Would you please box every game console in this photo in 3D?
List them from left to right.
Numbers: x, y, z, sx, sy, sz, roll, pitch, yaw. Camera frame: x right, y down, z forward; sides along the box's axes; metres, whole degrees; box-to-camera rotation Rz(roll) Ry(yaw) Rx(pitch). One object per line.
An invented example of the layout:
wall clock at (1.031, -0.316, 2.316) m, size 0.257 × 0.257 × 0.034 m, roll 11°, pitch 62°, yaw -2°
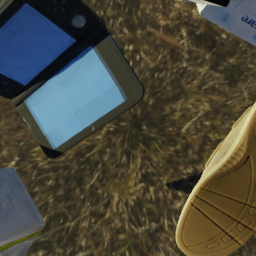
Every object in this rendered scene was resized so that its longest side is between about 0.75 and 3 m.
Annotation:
game console at (-1.468, -0.863, 5.022) m, size 2.649 × 2.261 × 1.567 m, roll -33°, pitch 57°, yaw 22°

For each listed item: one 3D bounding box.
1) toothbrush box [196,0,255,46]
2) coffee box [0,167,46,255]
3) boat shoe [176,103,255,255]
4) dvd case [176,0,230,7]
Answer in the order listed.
toothbrush box at (2.865, -3.094, 5.220) m, size 1.994 × 2.739 × 1.179 m, roll 16°, pitch 51°, yaw -26°
coffee box at (-2.825, 1.889, 5.458) m, size 1.486 × 1.488 × 1.472 m, roll 51°, pitch 124°, yaw 23°
boat shoe at (1.312, 0.553, 3.297) m, size 0.773 × 0.700 × 2.169 m, roll 35°, pitch 90°, yaw 6°
dvd case at (0.351, -2.486, 4.873) m, size 1.699 × 2.381 × 0.209 m, roll 1°, pitch 115°, yaw -30°
